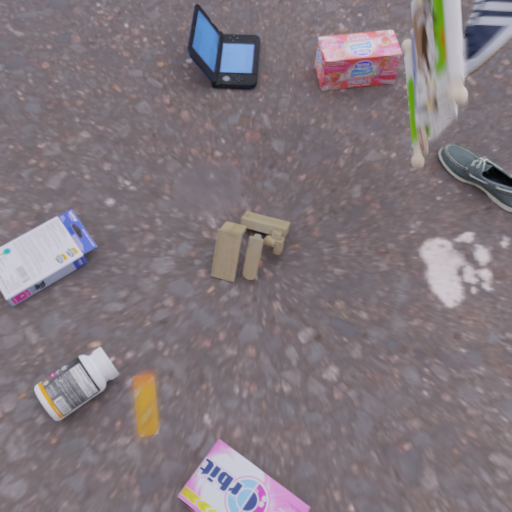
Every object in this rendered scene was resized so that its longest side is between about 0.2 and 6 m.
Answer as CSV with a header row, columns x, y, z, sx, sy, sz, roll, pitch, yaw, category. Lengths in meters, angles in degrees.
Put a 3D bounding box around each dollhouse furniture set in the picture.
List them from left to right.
x,y,z,sx,sy,sz,roll,pitch,yaw,category
-0.078,-0.127,10.024,1.069,0.916,1.124,15,26,8,dollhouse furniture set

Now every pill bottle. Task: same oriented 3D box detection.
x,y,z,sx,sy,sz,roll,pitch,yaw,category
-2.717,1.931,8.544,1.126,0.655,0.655,-34,65,-19,pill bottle

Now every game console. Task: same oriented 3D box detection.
x,y,z,sx,sy,sz,roll,pitch,yaw,category
-0.664,-4.581,12.200,1.426,0.988,1.671,2,60,2,game console

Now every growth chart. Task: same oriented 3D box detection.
x,y,z,sx,sy,sz,roll,pitch,yaw,category
2.577,-2.932,8.279,0.315,3.557,2.574,-6,86,7,growth chart

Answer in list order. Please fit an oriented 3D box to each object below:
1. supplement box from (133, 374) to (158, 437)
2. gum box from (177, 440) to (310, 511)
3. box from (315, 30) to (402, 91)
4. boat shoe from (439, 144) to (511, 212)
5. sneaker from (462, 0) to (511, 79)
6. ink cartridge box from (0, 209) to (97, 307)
x,y,z,sx,sy,sz,roll,pitch,yaw,category
-1.269,1.710,6.425,0.219,0.226,0.658,-5,90,-22,supplement box
-0.133,3.447,7.700,1.649,0.545,0.936,31,63,17,gum box
2.173,-4.209,12.055,1.667,0.855,0.789,-7,60,-5,box
4.380,-1.634,10.675,0.709,0.602,1.947,-37,66,-20,boat shoe
3.639,-4.065,8.671,1.391,2.564,0.899,40,33,-5,sneaker
-3.759,0.005,9.856,1.744,0.366,1.041,-34,65,-15,ink cartridge box
